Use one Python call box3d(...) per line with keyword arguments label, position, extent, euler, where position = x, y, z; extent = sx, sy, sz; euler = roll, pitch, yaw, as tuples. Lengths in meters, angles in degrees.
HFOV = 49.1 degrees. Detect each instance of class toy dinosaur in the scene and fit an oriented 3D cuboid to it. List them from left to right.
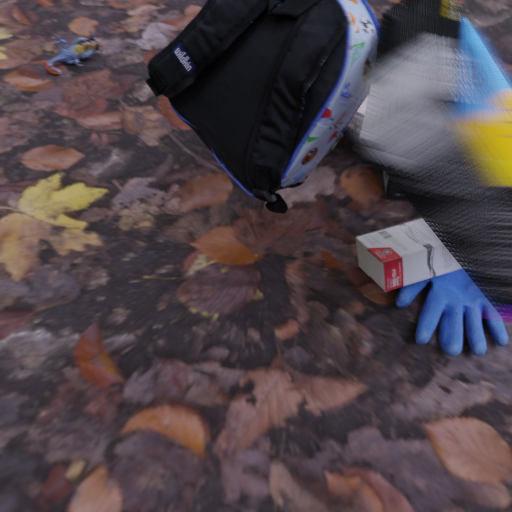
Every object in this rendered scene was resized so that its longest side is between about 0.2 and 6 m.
box3d(label="toy dinosaur", position=(-4.361, -4.753, 13.438), extent=(1.341, 1.478, 0.776), euler=(-31, 92, 2))

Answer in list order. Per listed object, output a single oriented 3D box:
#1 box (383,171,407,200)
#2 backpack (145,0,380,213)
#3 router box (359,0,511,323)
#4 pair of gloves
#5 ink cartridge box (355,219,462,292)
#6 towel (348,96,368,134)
box3d(label="box", position=(3.856, -1.965, 10.762), extent=(2.784, 0.673, 2.205), euler=(5, 50, 4))
box3d(label="backpack", position=(0.366, -2.594, 7.891), extent=(2.944, 2.804, 2.268), euler=(46, 41, 11))
box3d(label="router box", position=(2.427, -1.416, 6.400), extent=(0.911, 2.661, 3.568), euler=(-29, 27, 34))
box3d(label="pair of gloves", position=(4.067, 0.647, 8.696), extent=(3.558, 0.405, 2.860), euler=(14, 51, 13))
box3d(label="ink cartridge box", position=(2.435, -0.052, 8.911), extent=(1.388, 0.575, 1.018), euler=(-15, 27, -8))
box3d(label="towel", position=(2.409, -3.715, 11.850), extent=(3.703, 0.597, 3.537), euler=(-25, 40, -25))
